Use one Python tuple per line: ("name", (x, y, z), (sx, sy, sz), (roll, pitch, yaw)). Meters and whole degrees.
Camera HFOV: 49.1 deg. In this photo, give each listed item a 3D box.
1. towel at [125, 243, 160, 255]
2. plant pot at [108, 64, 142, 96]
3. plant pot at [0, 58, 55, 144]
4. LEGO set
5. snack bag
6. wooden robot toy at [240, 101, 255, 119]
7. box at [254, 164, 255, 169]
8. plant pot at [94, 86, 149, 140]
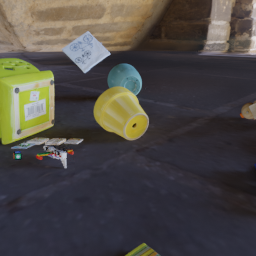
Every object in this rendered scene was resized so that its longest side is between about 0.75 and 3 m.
("towel", (0.393, 1.760, 3.036), (0.543, 0.114, 1.262), (-20, 28, -34))
("plant pot", (-0.051, -1.934, 12.036), (1.440, 1.440, 1.156), (-6, 25, -16))
("plant pot", (-3.167, -0.739, 7.667), (1.817, 1.993, 2.003), (17, 24, 25))
("LEGO set", (-1.880, 0.538, 6.492), (1.316, 0.432, 1.761), (1, 8, 6))
("snack bag", (-1.373, -2.549, 9.358), (1.190, 0.135, 1.262), (-41, 76, -17))
("wooden robot toy", (4.185, -0.495, 8.928), (1.181, 1.146, 2.602), (-31, -2, 37))
("box", (3.034, 0.974, 5.066), (1.097, 0.293, 1.811), (3, 18, 10))
("plant pot", (-0.104, -0.323, 7.594), (1.272, 1.272, 1.197), (-12, 36, -32))
